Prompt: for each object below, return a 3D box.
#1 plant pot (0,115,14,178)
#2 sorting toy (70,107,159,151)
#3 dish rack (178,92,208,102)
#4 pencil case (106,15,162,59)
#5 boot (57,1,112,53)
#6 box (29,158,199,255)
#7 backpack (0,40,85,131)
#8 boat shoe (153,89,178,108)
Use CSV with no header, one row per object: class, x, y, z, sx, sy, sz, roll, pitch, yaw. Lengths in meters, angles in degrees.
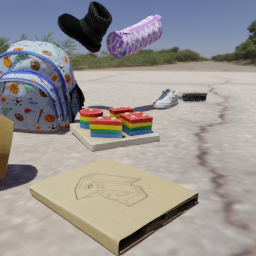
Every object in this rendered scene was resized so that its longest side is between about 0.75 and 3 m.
plant pot,-3.156,0.213,4.648,2.222,2.071,2.071,11,9,-24
sorting toy,-0.432,-0.116,7.823,1.943,0.680,1.955,-7,19,-26
dish rack,3.261,-1.687,14.765,1.322,0.470,1.723,-1,14,-9
pencil case,0.289,-3.663,11.121,1.101,1.122,2.625,35,49,21
boot,-1.634,-4.073,10.510,2.198,1.643,0.827,37,52,5
box,-0.262,1.028,4.399,2.104,0.224,1.720,14,20,43
backpack,-2.863,-1.260,8.613,2.757,2.626,2.124,1,31,4
boat shoe,1.782,-1.408,12.944,0.802,0.790,2.263,8,16,30
